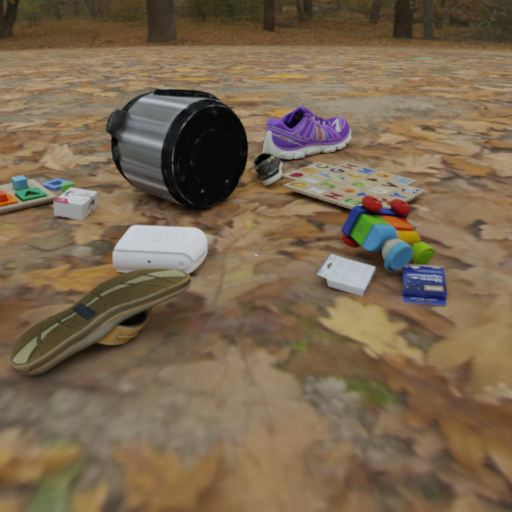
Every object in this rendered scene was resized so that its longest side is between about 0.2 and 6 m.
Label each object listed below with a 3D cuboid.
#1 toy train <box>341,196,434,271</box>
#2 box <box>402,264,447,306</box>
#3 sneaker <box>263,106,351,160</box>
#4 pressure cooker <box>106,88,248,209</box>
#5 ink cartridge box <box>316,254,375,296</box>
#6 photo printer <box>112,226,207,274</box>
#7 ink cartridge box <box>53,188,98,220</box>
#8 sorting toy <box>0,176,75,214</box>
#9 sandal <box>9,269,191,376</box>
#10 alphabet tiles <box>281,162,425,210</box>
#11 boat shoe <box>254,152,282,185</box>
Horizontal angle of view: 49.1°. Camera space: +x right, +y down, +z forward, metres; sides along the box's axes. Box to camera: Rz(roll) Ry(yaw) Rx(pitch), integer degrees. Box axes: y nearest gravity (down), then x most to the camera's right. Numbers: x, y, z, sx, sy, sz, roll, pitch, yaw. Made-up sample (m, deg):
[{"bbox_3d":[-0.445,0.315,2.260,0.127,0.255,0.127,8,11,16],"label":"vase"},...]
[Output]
[{"bbox_3d":[2.477,-0.280,9.187,2.037,0.862,1.178,1,37,-38],"label":"toy train"},{"bbox_3d":[2.477,0.406,8.279,0.618,0.165,1.021,3,27,13],"label":"box"},{"bbox_3d":[1.484,-3.424,15.076,1.242,1.285,3.081,23,33,40],"label":"sneaker"},{"bbox_3d":[-1.736,-2.247,11.535,2.525,2.221,2.256,21,49,40],"label":"pressure cooker"},{"bbox_3d":[1.355,0.282,8.458,0.747,0.152,0.746,18,32,18],"label":"ink cartridge box"},{"bbox_3d":[-1.476,-0.104,8.998,1.361,0.472,1.132,2,24,3],"label":"photo printer"},{"bbox_3d":[-3.553,-1.038,11.071,0.595,0.336,0.810,8,26,2],"label":"ink cartridge box"},{"bbox_3d":[-5.134,-1.327,11.688,2.818,0.384,1.587,-21,33,-37],"label":"sorting toy"},{"bbox_3d":[-1.856,0.833,6.983,2.336,0.631,0.938,-33,34,-26],"label":"sandal"},{"bbox_3d":[2.059,-1.573,12.190,2.843,0.090,2.366,23,35,38],"label":"alphabet tiles"},{"bbox_3d":[0.245,-2.142,12.979,0.625,0.528,1.754,-29,20,7],"label":"boat shoe"}]
